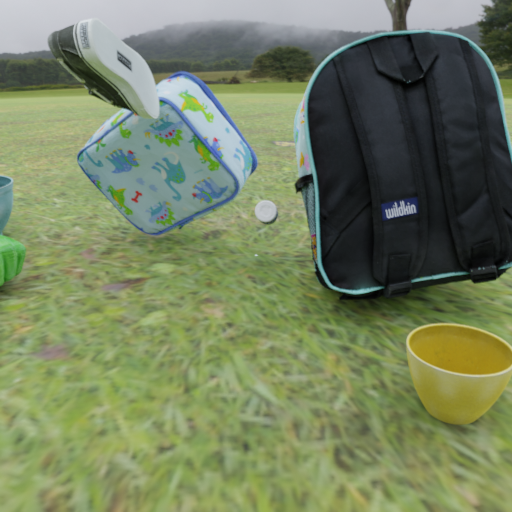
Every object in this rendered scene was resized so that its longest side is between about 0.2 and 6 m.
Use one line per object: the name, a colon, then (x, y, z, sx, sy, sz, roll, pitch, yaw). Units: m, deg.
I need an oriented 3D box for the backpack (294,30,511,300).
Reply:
backpack: (2.195, -1.424, 8.831, 3.264, 3.713, 2.846, -10, 5, 2)

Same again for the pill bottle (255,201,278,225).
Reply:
pill bottle: (0.192, -0.736, 9.738, 0.372, 0.372, 0.669, 2, -2, 6)

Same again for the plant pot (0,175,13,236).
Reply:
plant pot: (-5.812, -0.861, 11.325, 1.818, 1.218, 1.818, 1, 20, 0)

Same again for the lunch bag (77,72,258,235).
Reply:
lunch bag: (-1.694, -1.777, 10.682, 3.108, 2.498, 1.281, -21, 30, 40)

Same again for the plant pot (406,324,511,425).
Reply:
plant pot: (2.166, 1.334, 6.063, 1.107, 0.786, 1.107, -1, 21, 0)

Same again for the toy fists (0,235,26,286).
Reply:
toy fists: (-4.876, 0.368, 8.506, 1.408, 0.950, 2.762, 6, 22, 36)

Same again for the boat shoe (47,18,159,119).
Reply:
boat shoe: (-2.056, -2.562, 7.898, 0.707, 0.785, 2.220, -6, -13, 14)
